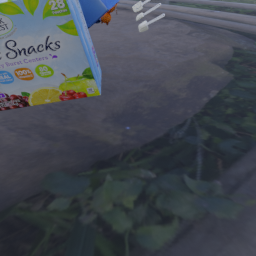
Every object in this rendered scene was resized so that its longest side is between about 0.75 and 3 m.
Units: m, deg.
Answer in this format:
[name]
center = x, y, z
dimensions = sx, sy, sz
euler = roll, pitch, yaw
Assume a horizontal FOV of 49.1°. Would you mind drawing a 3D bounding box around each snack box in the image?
[snack box]
center = -1.771, -1.270, 4.602
dimensions = 2.286, 1.928, 0.774
euler = -8, 49, 6

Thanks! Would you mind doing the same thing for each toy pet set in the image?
[toy pet set]
center = -1.277, -3.405, 8.151
dimensions = 2.974, 1.579, 2.777
euler = -3, -9, -40

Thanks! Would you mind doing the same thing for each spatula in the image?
[spatula]
center = 0.510, -2.823, 6.856
dimensions = 0.081, 0.699, 1.006
euler = -18, 8, -37
